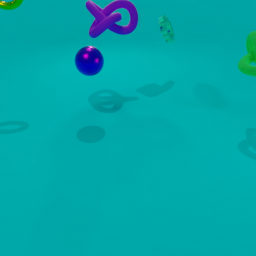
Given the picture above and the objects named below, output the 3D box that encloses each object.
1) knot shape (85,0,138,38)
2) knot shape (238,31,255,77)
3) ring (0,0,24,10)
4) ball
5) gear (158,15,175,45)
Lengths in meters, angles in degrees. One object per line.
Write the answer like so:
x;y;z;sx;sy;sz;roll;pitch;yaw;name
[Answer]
-0.705;-3.700;9.582;1.906;0.881;1.784;17;51;12;knot shape
3.528;-1.683;7.305;1.669;0.771;1.562;49;47;2;knot shape
-3.529;-3.971;8.011;1.126;1.126;0.225;-3;33;-4;ring
-1.075;-1.858;7.799;0.818;0.818;0.818;0;31;0;ball
1.505;-3.779;10.809;0.199;1.076;1.076;-14;22;30;gear
